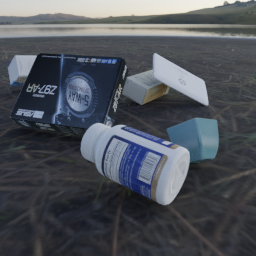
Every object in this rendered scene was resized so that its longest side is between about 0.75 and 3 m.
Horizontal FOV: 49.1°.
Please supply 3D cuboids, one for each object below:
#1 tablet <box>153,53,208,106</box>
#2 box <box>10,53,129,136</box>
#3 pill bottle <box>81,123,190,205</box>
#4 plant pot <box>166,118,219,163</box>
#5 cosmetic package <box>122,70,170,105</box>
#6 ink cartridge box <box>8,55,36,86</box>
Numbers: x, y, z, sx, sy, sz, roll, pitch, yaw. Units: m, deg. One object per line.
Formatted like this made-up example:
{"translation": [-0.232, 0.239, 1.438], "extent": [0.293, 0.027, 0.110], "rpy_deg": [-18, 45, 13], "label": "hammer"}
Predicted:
{"translation": [2.037, -1.891, 10.817], "extent": [2.504, 0.171, 1.629], "rpy_deg": [24, 43, -17], "label": "tablet"}
{"translation": [-1.706, -1.035, 8.349], "extent": [2.986, 0.650, 2.392], "rpy_deg": [8, 67, 18], "label": "box"}
{"translation": [0.081, 0.574, 5.327], "extent": [1.939, 1.076, 1.076], "rpy_deg": [21, 30, 28], "label": "pill bottle"}
{"translation": [1.541, 0.334, 6.383], "extent": [0.865, 0.883, 0.867], "rpy_deg": [2, -18, -42], "label": "plant pot"}
{"translation": [0.809, -1.693, 11.311], "extent": [1.072, 0.724, 2.038], "rpy_deg": [34, 36, 24], "label": "cosmetic package"}
{"translation": [-4.039, -2.576, 12.672], "extent": [2.269, 0.956, 1.641], "rpy_deg": [-9, -2, -35], "label": "ink cartridge box"}
